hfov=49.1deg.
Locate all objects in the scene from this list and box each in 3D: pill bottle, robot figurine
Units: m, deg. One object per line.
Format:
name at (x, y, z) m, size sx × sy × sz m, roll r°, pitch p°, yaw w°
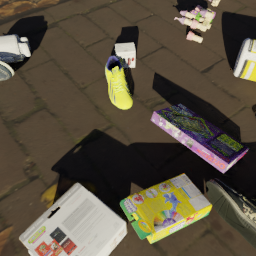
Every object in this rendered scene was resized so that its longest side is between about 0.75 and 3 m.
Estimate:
pill bottle at (5.754, -2.474, 10.987) m, size 2.778 × 1.556 × 1.556 m, roll 17°, pitch 55°, yaw 12°
robot figurine at (-5.224, -3.337, 11.920) m, size 1.999 × 1.129 × 1.695 m, roll -11°, pitch 50°, yaw -8°

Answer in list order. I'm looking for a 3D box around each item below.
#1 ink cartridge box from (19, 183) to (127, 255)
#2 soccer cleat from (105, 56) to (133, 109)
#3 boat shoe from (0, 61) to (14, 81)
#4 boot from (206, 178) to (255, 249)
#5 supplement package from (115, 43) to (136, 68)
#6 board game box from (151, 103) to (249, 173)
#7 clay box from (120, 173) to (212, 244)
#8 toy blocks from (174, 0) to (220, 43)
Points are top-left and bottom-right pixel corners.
ink cartridge box at (-1.390, 2.816, 7.357) m, size 1.849 × 0.883 × 2.106 m, roll 35°, pitch 60°, yaw 26°
soccer cleat at (-0.413, -1.773, 10.783) m, size 0.799 × 1.034 × 2.471 m, roll -11°, pitch 53°, yaw -8°
boat shoe at (-5.995, -2.162, 11.039) m, size 2.979 × 1.115 × 0.921 m, roll 8°, pitch 52°, yaw 8°
boot at (3.672, 2.115, 7.904) m, size 1.929 × 0.922 × 2.554 m, roll -28°, pitch 56°, yaw -23°
supplement package at (-0.114, -3.068, 11.896) m, size 0.811 × 0.848 × 0.624 m, roll -5°, pitch 53°, yaw -3°
board game box at (2.346, 0.194, 9.233) m, size 2.882 × 0.465 × 1.730 m, roll 39°, pitch 32°, yaw 27°
clay box at (1.006, 2.207, 7.746) m, size 2.253 × 0.536 × 1.294 m, roll -17°, pitch 44°, yaw -22°
toy blocks at (3.150, -5.251, 12.967) m, size 1.503 × 1.786 × 1.669 m, roll 27°, pitch 57°, yaw 12°
